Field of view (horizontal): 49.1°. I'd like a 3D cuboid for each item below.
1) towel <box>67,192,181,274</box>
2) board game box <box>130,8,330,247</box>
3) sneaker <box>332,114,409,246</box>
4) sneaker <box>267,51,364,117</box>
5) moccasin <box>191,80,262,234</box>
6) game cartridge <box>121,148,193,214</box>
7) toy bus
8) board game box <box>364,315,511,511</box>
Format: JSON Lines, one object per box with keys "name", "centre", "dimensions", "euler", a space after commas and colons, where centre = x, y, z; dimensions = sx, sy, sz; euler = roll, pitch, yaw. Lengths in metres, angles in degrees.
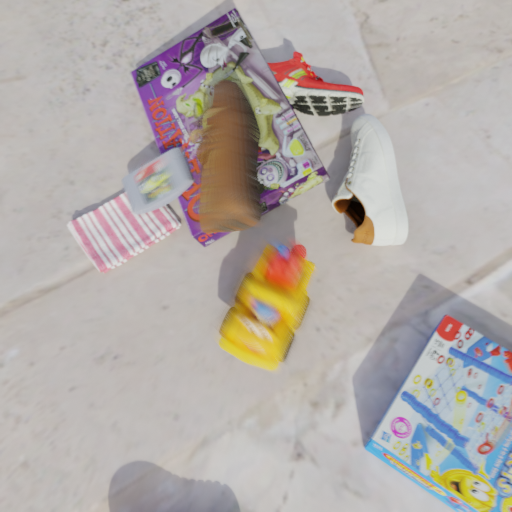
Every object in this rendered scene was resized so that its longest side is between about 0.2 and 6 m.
{"name": "towel", "centre": [-2.637, -0.623, 11.244], "dimensions": [1.900, 0.284, 1.390], "euler": [-33, 66, -17]}
{"name": "board game box", "centre": [-0.741, -2.836, 11.758], "dimensions": [2.870, 0.772, 4.782], "euler": [-31, 62, 12]}
{"name": "sneaker", "centre": [2.109, -1.619, 11.319], "dimensions": [1.292, 1.111, 3.052], "euler": [-5, 62, -5]}
{"name": "sneaker", "centre": [1.027, -3.919, 12.458], "dimensions": [2.863, 1.102, 1.216], "euler": [11, 83, 6]}
{"name": "moccasin", "centre": [-0.602, -1.851, 10.192], "dimensions": [1.274, 1.208, 3.302], "euler": [-14, 63, 20]}
{"name": "game cartridge", "centre": [-1.966, -1.441, 11.143], "dimensions": [1.383, 0.283, 0.921], "euler": [-28, 76, 13]}
{"name": "toy bus", "centre": [0.292, 0.681, 9.361], "dimensions": [1.262, 1.785, 1.859], "euler": [24, 46, 5]}
{"name": "board game box", "centre": [3.566, 2.725, 9.073], "dimensions": [2.595, 0.741, 2.651], "euler": [31, 65, 17]}
